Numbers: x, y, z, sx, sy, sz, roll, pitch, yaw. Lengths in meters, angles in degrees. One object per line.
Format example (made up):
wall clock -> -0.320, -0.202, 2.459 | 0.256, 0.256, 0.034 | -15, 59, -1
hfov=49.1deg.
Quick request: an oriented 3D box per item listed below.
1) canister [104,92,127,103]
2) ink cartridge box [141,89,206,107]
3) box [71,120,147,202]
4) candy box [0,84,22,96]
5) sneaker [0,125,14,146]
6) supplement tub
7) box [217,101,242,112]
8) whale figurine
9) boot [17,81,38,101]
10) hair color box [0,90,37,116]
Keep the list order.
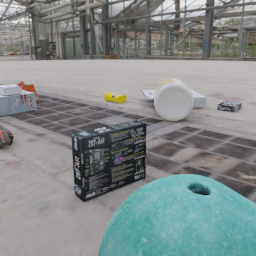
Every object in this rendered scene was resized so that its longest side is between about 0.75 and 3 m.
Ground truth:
canister -> -0.555, -1.360, 12.599 | 0.849, 0.368, 0.631 | 16, 23, 39
ink cartridge box -> 1.837, -1.285, 12.097 | 2.376, 0.514, 2.332 | -3, 16, -2
box -> -0.282, 0.534, 4.958 | 1.408, 1.128, 0.307 | -14, 21, -37
candy box -> -4.416, -1.423, 10.434 | 0.645, 0.275, 0.769 | -15, 23, -40
sneaker -> -3.347, 0.219, 7.392 | 0.570, 0.536, 1.391 | 20, 6, -33
supplement tub -> 1.577, -1.063, 9.924 | 1.303, 1.303, 1.805 | 2, 16, 5
box -> 4.044, -0.859, 11.143 | 0.717, 0.226, 0.909 | 13, 20, 34
whale figurine -> 1.055, 1.170, 2.325 | 2.693, 1.397, 2.142 | 4, 17, 16
boot -> -4.753, -1.499, 12.033 | 0.685, 0.979, 1.826 | 12, 22, 31
hair color box -> -4.780, -0.893, 10.414 | 1.170, 0.716, 2.363 | 16, 24, 42
